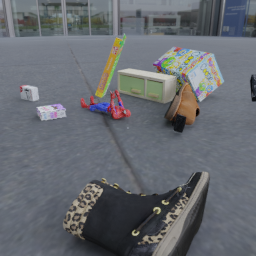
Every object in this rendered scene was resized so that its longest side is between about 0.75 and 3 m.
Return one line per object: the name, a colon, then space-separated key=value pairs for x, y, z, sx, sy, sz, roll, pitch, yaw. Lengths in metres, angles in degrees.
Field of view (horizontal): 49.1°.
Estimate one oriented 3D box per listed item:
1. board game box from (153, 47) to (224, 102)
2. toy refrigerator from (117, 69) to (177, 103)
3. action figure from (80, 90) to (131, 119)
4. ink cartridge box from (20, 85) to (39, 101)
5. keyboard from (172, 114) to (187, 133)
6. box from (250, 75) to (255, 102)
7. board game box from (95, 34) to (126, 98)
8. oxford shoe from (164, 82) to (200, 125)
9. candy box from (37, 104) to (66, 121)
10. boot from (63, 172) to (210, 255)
board game box: x=2.589 y=-2.470 z=12.458 sx=1.436 sy=1.462 sz=2.788 roll=-40 pitch=32 yaw=-8
toy refrigerator: x=0.738 y=-1.885 z=12.252 sx=2.670 sy=1.013 sz=0.934 roll=19 pitch=29 yaw=38
action figure: x=-0.773 y=-1.011 z=10.099 sx=2.301 sy=1.139 sz=0.751 roll=22 pitch=32 yaw=38
ink cartridge box: x=-4.178 y=-1.475 z=11.854 sx=0.763 sy=0.550 sz=0.319 roll=13 pitch=26 yaw=29
keyboard: x=1.466 y=-0.108 z=8.283 sx=0.406 sy=0.781 sz=0.155 roll=19 pitch=54 yaw=14
box: x=4.132 y=-1.234 z=8.653 sx=0.594 sy=0.332 sz=0.841 roll=1 pitch=61 yaw=15
board game box: x=-0.519 y=-1.947 z=8.716 sx=0.299 sy=1.997 sz=0.954 roll=24 pitch=13 yaw=-3
oxford shoe: x=2.055 y=-0.803 z=10.012 sx=1.055 sy=1.055 sz=2.959 roll=27 pitch=31 yaw=3
candy box: x=-2.729 y=-0.567 z=9.966 sx=0.876 sy=0.313 sz=0.735 roll=-12 pitch=25 yaw=-26
boot: x=0.287 y=1.306 z=4.769 sx=1.831 sy=0.890 sz=2.432 roll=13 pitch=32 yaw=27
